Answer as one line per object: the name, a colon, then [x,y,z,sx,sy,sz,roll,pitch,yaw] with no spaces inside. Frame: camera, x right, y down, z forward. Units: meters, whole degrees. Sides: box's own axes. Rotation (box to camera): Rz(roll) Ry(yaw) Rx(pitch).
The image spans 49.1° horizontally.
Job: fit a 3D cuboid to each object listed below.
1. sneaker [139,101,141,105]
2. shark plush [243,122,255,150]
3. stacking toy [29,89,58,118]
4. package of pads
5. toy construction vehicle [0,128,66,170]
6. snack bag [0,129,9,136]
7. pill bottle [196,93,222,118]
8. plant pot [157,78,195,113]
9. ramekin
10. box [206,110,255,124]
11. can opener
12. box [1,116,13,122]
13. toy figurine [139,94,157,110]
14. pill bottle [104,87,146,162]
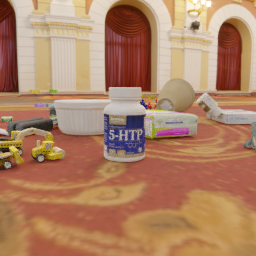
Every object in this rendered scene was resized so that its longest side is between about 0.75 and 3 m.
sneaker: [-0.585,-1.036,15.301,2.854,1.109,1.997,-9,12,-7]
shark plush: [3.431,0.271,7.269,0.762,0.699,1.678,3,9,20]
stacking toy: [-4.062,-1.132,13.869,0.480,1.542,2.045,5,9,23]
package of pads: [0.966,-0.185,9.966,1.856,0.819,2.403,-3,8,-27]
toy construction vehicle: [-2.491,0.415,6.525,1.797,0.633,1.564,-5,10,-29]
snack bag: [-4.888,0.073,9.841,1.270,0.136,1.197,12,1,-32]
pill bottle: [3.745,-1.014,12.877,1.128,0.645,0.645,43,11,-1]
plant pot: [2.539,-1.578,16.184,2.119,2.119,2.262,4,24,27]
ramekin: [-1.478,-0.444,10.403,2.503,1.166,2.503,0,7,0]
box: [5.167,-0.568,13.606,1.914,0.505,2.455,0,9,-5]
can opener: [-3.291,-0.314,10.692,0.784,0.990,2.978,5,14,23]
box: [-5.936,-0.439,13.752,0.505,0.208,0.860,-3,7,-22]
toy figurine: [0.602,-1.200,17.542,2.508,1.323,1.502,3,-20,8]
pill bottle: [-0.077,-0.115,6.585,0.993,1.660,0.993,0,8,0]
